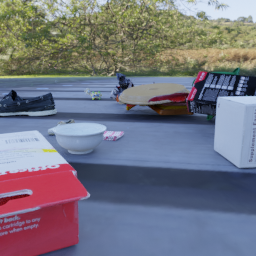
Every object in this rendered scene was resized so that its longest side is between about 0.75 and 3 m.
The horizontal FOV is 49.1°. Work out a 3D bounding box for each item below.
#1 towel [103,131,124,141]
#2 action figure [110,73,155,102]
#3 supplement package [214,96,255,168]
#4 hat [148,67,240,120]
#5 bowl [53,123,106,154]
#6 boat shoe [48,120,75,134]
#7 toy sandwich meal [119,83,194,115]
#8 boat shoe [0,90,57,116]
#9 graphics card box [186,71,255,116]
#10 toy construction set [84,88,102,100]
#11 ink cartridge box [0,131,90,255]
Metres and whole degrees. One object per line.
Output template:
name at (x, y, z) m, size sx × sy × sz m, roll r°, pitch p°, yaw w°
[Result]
towel at (-0.594, 0.166, 7.350) m, size 0.867 × 0.130 × 0.634 m, roll 4°, pitch 13°, yaw 16°
action figure at (0.179, -1.659, 13.189) m, size 2.315 × 1.252 × 2.393 m, roll -1°, pitch -13°, yaw 21°
supplement package at (2.938, 0.009, 5.548) m, size 2.059 × 1.208 × 1.204 m, roll -1°, pitch 13°, yaw -5°
hat at (2.276, -1.546, 9.412) m, size 2.110 × 1.986 × 2.397 m, roll 28°, pitch 28°, yaw 7°
bowl at (-1.042, 0.247, 6.098) m, size 1.151 × 0.517 × 1.151 m, roll 1°, pitch 12°, yaw 0°
boat shoe at (-1.856, -0.033, 7.817) m, size 0.345 × 0.316 × 0.923 m, roll 8°, pitch 15°, yaw 32°
toy sandwich meal at (1.139, -1.041, 11.019) m, size 3.065 × 1.050 × 3.065 m, roll -5°, pitch 18°, yaw 2°
boat shoe at (-4.174, -0.967, 10.538) m, size 2.858 × 0.948 × 1.068 m, roll 0°, pitch 13°, yaw 1°
graphics card box at (2.834, -0.888, 7.690) m, size 2.126 × 0.541 × 1.334 m, roll 10°, pitch 51°, yaw 27°
toy construction set at (-1.926, -1.866, 15.712) m, size 0.767 × 0.539 × 1.170 m, roll -10°, pitch 27°, yaw -37°
ink cartridge box at (-1.477, 0.733, 3.130) m, size 1.468 × 0.850 × 2.527 m, roll -6°, pitch 14°, yaw -26°
